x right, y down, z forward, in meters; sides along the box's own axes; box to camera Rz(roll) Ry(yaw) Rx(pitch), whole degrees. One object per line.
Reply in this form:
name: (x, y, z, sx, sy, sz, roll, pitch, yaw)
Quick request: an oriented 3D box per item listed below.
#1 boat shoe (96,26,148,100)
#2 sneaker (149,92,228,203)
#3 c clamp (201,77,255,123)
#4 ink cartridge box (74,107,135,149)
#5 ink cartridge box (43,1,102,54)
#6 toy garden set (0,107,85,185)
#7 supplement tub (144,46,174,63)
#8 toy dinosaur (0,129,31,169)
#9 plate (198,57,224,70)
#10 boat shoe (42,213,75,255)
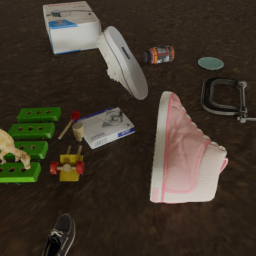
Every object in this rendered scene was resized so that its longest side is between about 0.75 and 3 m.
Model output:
boat shoe: (-0.242, -1.856, 8.595, 0.831, 2.382, 0.844, -28, 4, 37)
sneaker: (1.366, 0.364, 6.329, 1.552, 1.118, 2.969, 3, 47, 8)
c clamp: (3.165, -0.907, 8.468, 1.909, 0.303, 2.235, 3, 42, 11)
ink cartridge box: (-0.676, -0.128, 7.539, 1.290, 0.262, 1.293, -22, 45, -23)
ink cartridge box: (-2.347, -4.220, 11.574, 1.935, 1.135, 2.642, -13, 44, -14)
toy garden set: (-1.920, 0.401, 6.761, 2.034, 0.487, 2.440, -2, 40, 5)
supplement tub: (1.119, -2.668, 10.225, 1.048, 0.560, 0.560, -10, 42, -12)
toy dinosaur: (-2.696, 0.225, 5.675, 1.777, 0.899, 0.517, 38, 45, -15)
plate: (2.994, -2.317, 10.161, 0.899, 0.115, 0.899, 0, 40, 0)
boat shoe: (-1.239, 2.008, 5.009, 0.429, 0.370, 1.180, 5, 41, 6)
